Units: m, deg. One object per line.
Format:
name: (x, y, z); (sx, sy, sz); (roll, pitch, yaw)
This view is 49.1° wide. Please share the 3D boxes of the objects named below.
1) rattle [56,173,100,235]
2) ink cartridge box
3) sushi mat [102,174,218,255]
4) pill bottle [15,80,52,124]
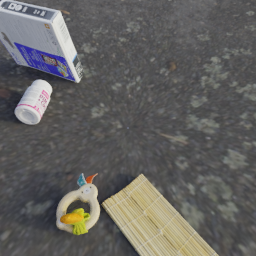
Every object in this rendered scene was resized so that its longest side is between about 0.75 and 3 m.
rattle: (-1.082, 1.422, 6.081); (0.982, 1.077, 1.508); (3, 54, 27)
ink cartridge box: (-2.864, -2.665, 8.648); (2.598, 2.573, 0.564); (18, 67, 15)
sushi mat: (0.651, 2.231, 6.041); (1.256, 0.159, 2.625); (-30, 56, -24)
pill bottle: (-2.750, -0.794, 8.282); (0.727, 0.727, 1.282); (6, 49, 5)
